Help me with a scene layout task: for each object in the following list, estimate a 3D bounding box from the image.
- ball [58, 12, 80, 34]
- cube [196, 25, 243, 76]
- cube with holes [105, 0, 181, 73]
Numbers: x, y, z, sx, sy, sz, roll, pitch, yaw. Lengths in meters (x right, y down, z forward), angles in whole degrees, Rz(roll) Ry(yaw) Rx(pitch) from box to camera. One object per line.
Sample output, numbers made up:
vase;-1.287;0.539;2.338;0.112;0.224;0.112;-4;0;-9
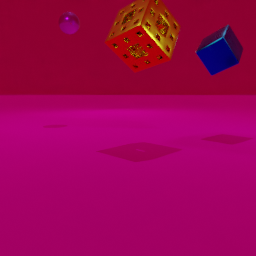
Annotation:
ball;-2.170;-3.865;10.340;0.779;0.779;0.779;0;7;0
cube;2.434;-2.048;7.415;0.813;0.813;0.813;-22;27;44
cube with holes;0.346;-2.069;6.174;1.047;1.047;1.047;-9;-38;44
